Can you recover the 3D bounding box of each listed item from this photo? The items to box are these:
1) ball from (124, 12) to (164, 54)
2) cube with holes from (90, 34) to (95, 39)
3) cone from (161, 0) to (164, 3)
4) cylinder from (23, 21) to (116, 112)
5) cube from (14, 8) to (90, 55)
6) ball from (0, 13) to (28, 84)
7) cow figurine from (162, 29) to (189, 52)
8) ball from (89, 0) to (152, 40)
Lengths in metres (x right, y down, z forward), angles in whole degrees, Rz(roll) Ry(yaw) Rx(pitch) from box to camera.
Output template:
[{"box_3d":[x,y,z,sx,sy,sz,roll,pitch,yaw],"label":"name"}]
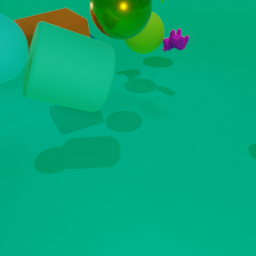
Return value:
[{"box_3d":[0.490,-3.028,8.869,1.311,1.311,1.311,0,32,0],"label":"ball"},{"box_3d":[-1.781,-2.676,8.623,0.996,0.996,0.996,35,4,24],"label":"cube with holes"},{"box_3d":[1.360,-5.186,9.949,1.514,1.520,1.514,5,48,-5],"label":"cone"},{"box_3d":[-1.005,-0.976,4.691,1.223,1.223,1.223,11,26,-26],"label":"cylinder"},{"box_3d":[-1.722,-1.898,6.701,1.376,1.376,1.376,-23,40,-19],"label":"cube"},{"box_3d":[-1.894,-1.100,3.862,0.980,0.980,0.980,0,32,0],"label":"ball"},{"box_3d":[1.447,-2.610,8.665,0.485,0.870,0.884,-19,54,-25],"label":"cow figurine"},{"box_3d":[-0.133,-2.272,5.258,1.172,1.172,1.172,0,32,0],"label":"ball"}]
